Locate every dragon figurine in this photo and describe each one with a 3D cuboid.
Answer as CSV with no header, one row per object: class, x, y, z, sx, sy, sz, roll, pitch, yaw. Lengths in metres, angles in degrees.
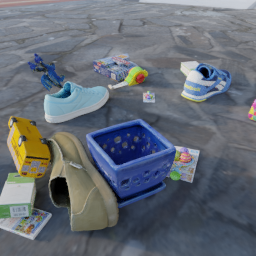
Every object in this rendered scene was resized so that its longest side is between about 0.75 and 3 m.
dragon figurine,-2.745,-1.767,10.124,0.608,2.067,1.028,-27,22,18

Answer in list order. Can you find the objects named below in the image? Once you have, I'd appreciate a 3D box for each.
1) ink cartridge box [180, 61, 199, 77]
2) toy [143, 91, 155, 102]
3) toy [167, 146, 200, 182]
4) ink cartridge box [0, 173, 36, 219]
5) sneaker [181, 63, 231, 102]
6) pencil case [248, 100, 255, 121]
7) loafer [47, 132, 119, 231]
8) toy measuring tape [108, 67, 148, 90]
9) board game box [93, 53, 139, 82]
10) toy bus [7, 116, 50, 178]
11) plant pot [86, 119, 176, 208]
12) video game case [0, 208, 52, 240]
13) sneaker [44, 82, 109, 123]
ink cartridge box,3.029,-2.582,12.747,0.765,0.437,1.474,-7,32,-12
toy,0.809,-1.231,10.797,0.434,0.178,0.753,1,31,2
toy,1.382,0.796,7.329,0.837,0.343,1.453,11,33,16
ink cartridge box,-2.382,1.437,6.139,0.629,0.359,1.211,-1,22,-12
sneaker,3.267,-1.968,11.034,1.069,1.189,2.892,26,38,36
pencil case,4.768,-0.358,8.811,1.837,0.812,0.812,26,40,35
loafer,-1.303,1.051,6.161,1.006,1.134,2.983,-14,34,-31
toy measuring tape,0.075,-2.141,11.738,1.985,0.730,0.730,-21,37,-31
board game box,-0.374,-2.929,13.122,1.816,0.560,1.817,-29,41,-32
toy bus,-2.509,0.388,6.912,0.618,0.744,1.900,11,19,-38
plant pot,0.032,0.820,6.324,1.493,1.342,1.493,-16,35,-25
video game case,-2.136,1.898,5.777,0.900,0.081,0.644,11,33,18
sneaker,-1.684,-1.127,9.732,0.999,1.108,2.704,23,39,31
